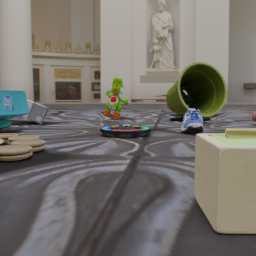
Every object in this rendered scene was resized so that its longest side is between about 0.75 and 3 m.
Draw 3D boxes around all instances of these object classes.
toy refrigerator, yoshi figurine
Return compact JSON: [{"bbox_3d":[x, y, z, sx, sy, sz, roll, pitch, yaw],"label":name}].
[{"bbox_3d":[1.449,0.330,2.034,1.786,0.625,0.678,0,7,2],"label":"toy refrigerator"},{"bbox_3d":[-0.426,-1.076,9.898,0.797,1.417,0.794,3,14,-35],"label":"yoshi figurine"}]

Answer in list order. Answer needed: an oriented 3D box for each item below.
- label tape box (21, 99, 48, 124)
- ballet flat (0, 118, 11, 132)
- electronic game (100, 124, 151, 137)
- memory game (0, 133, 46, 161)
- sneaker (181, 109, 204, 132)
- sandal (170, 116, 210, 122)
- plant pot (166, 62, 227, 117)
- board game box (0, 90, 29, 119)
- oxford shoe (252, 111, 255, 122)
[{"bbox_3d":[-3.683,-0.769,9.070,1.907,0.604,1.375,23,-4,-25],"label":"label tape box"},{"bbox_3d":[-3.303,0.007,6.577,1.044,0.388,0.388,-7,9,-37],"label":"ballet flat"},{"bbox_3d":[-0.058,0.039,6.431,1.169,0.243,1.169,0,6,0],"label":"electronic game"},{"bbox_3d":[-2.639,0.316,4.268,2.686,0.171,2.686,1,6,0],"label":"memory game"},{"bbox_3d":[1.610,-0.189,7.096,0.546,0.555,1.441,2,8,5],"label":"sneaker"},{"bbox_3d":[2.130,-0.386,9.831,1.517,0.342,0.570,6,8,42],"label":"sandal"},{"bbox_3d":[2.928,-1.560,13.290,2.456,2.456,2.333,-2,-6,-18],"label":"plant pot"},{"bbox_3d":[-4.168,-0.387,6.500,2.125,0.661,2.815,-10,0,33],"label":"board game box"},{"bbox_3d":[4.459,-0.234,8.322,1.569,0.555,0.579,-4,30,-20],"label":"oxford shoe"}]
